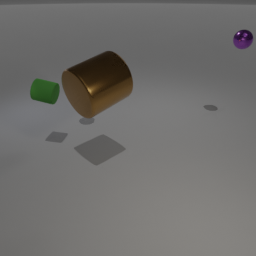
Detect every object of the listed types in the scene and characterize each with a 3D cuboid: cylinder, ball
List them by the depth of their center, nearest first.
[{"bbox_3d":[-0.821,-1.174,7.545,1.400,1.400,1.400,-33,41,-29],"label":"cylinder"},{"bbox_3d":[-2.624,-1.158,8.888,0.700,0.700,0.700,14,29,3],"label":"cylinder"},{"bbox_3d":[4.258,-3.276,10.365,0.700,0.700,0.700,0,27,0],"label":"ball"}]
